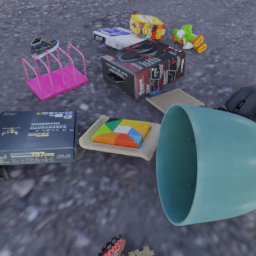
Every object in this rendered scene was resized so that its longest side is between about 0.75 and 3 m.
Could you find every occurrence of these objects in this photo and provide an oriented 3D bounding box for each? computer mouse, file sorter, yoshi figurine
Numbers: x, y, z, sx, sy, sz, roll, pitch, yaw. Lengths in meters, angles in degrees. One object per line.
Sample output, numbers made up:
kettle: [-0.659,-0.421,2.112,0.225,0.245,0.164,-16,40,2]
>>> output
computer mouse: [4.331,-0.891,10.137,1.723,0.656,2.488,31,51,32]
file sorter: [-2.904,-2.330,11.187,2.112,1.324,1.468,-28,51,-26]
yoshi figurine: [3.068,-4.549,13.809,1.099,1.103,1.962,-10,40,-33]

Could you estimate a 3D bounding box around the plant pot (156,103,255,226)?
plant pot: [2.185,0.887,6.901,2.296,2.861,2.861,3,43,-10]

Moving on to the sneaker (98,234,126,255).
sneaker: [-0.393,3.033,6.124,0.693,0.501,1.418,41,49,-1]

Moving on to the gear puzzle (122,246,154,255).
gear puzzle: [0.392,3.400,6.016,0.814,0.206,1.571,-16,46,-10]

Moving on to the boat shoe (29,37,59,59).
boat shoe: [-3.940,-4.015,13.329,0.621,0.797,1.755,19,47,19]

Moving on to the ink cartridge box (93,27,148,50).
ink cartridge box: [-0.200,-4.401,13.858,2.180,0.518,2.206,27,33,26]

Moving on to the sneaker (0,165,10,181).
sneaker: [-3.943,1.254,8.156,0.640,0.369,1.227,-28,45,-26]

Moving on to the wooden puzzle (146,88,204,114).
wooden puzzle: [1.711,-0.911,10.319,1.791,0.311,2.655,-12,34,-16]

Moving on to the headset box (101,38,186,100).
headset box: [0.501,-2.437,11.326,2.970,1.114,2.207,-28,45,-26]

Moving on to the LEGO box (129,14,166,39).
LEGO box: [0.968,-5.200,14.321,1.370,0.710,1.840,-1,35,-15]

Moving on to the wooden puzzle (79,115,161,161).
wooden puzzle: [-0.131,0.161,8.734,2.192,0.408,2.028,11,29,15]

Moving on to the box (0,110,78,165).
box: [-2.863,0.241,8.778,2.510,0.640,1.979,-2,39,-7]
